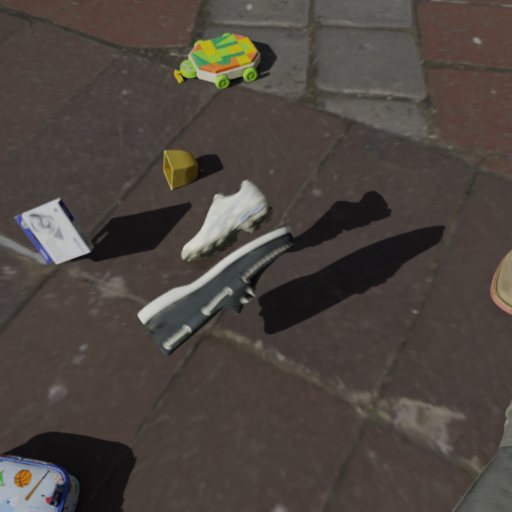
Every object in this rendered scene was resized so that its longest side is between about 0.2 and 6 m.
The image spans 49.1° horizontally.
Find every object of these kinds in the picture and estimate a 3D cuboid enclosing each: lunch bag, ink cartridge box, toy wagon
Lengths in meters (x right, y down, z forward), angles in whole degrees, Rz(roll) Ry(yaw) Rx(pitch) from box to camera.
[{"bbox_3d":[-3.689,3.831,8.250,1.995,0.754,1.599,8,57,7],"label":"lunch bag"},{"bbox_3d":[-3.806,-0.395,10.439,1.136,1.134,0.231,-18,28,19],"label":"ink cartridge box"},{"bbox_3d":[-1.052,-5.071,14.631,2.258,0.447,1.752,-19,57,-13],"label":"toy wagon"}]

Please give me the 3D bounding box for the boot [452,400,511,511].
[{"bbox_3d":[4.366,3.814,8.019,2.832,1.130,3.114,19,49,30],"label":"boot"}]

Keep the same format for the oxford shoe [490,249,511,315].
[{"bbox_3d":[5.716,-0.215,10.726,1.205,1.279,3.420,38,63,23],"label":"oxford shoe"}]

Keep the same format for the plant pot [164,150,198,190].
[{"bbox_3d":[-1.641,-1.939,12.373,0.648,0.634,0.630,-12,55,-20],"label":"plant pot"}]

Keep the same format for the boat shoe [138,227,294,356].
[{"bbox_3d":[-0.482,0.542,8.647,2.758,1.043,0.832,-33,83,12],"label":"boat shoe"}]

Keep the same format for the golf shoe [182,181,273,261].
[{"bbox_3d":[-0.612,-0.590,9.723,1.774,0.694,0.862,-32,76,5],"label":"golf shoe"}]
